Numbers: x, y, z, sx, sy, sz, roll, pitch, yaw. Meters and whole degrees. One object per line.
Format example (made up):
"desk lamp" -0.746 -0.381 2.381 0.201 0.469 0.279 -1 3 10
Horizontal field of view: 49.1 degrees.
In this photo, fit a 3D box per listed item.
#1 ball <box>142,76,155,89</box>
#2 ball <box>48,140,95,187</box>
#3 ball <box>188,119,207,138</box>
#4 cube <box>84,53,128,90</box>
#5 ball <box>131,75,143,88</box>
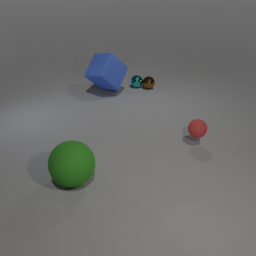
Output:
"ball" 1.161 -2.551 15.746 0.700 0.700 0.700 0 29 0
"ball" -1.685 1.068 8.418 1.400 1.400 1.400 0 29 0
"ball" 2.560 0.018 10.301 0.700 0.700 0.700 0 29 0
"cube" -1.134 -2.939 14.653 1.400 1.400 1.400 11 73 43
"ball" 0.495 -2.649 15.903 0.700 0.700 0.700 0 29 0
